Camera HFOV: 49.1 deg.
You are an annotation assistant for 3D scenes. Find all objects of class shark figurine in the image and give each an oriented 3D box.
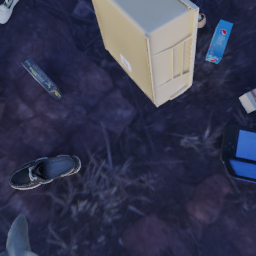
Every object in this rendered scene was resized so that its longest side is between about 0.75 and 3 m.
[{"bbox_3d":[-2.030,3.094,6.214,0.930,1.331,2.227,-31,95,27],"label":"shark figurine"}]

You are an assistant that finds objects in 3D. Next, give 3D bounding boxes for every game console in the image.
[{"bbox_3d":[4.441,0.906,9.363,2.324,1.375,1.983,12,80,1],"label":"game console"}]

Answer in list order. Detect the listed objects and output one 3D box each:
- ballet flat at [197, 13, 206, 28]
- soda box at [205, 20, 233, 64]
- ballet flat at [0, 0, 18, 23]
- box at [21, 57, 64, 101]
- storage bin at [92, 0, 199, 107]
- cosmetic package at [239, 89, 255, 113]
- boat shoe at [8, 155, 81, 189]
[{"bbox_3d":[2.094,-4.223,10.723,1.819,0.612,0.619,1,79,0],"label":"ballet flat"},{"bbox_3d":[3.445,-3.260,10.600,0.519,0.491,1.530,20,80,4],"label":"soda box"},{"bbox_3d":[-4.713,-4.770,10.908,0.487,0.487,1.404,25,80,5],"label":"ballet flat"},{"bbox_3d":[-3.009,-1.713,9.964,0.377,1.165,1.478,-44,83,-8],"label":"box"},{"bbox_3d":[0.401,-2.426,7.517,1.315,2.786,2.807,-32,60,-9],"label":"storage bin"},{"bbox_3d":[4.866,-1.158,10.150,1.348,0.588,0.697,-27,80,-5],"label":"cosmetic package"},{"bbox_3d":[-2.900,1.484,9.553,2.539,0.766,0.938,-11,79,-2],"label":"boat shoe"}]
